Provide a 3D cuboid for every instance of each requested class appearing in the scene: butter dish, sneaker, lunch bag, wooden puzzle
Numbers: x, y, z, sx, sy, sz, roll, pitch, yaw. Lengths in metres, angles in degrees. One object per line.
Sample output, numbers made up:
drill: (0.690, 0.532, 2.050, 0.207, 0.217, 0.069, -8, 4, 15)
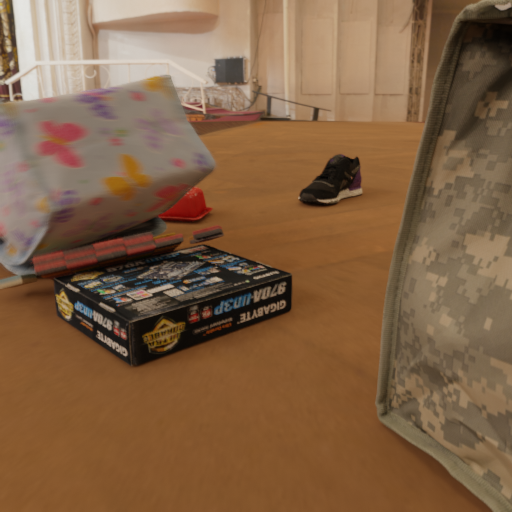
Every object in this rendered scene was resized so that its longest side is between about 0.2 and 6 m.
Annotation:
butter dish: (-1.544, -1.187, 11.462, 1.133, 0.840, 1.136, 4, 17, 12)
sneaker: (1.750, -1.871, 13.350, 0.918, 1.062, 2.425, 11, 20, 32)
lunch bag: (2.439, -0.129, 3.853, 2.594, 3.163, 1.860, -7, 17, -24)
wooden puzzle: (-1.835, -0.016, 7.184, 2.865, 0.201, 1.699, -14, -1, -15)
lunch bag: (-2.493, -0.968, 8.217, 2.610, 1.956, 3.078, -25, -3, -39)

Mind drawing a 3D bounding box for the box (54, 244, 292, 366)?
box: (-0.944, 0.446, 6.549, 2.214, 0.509, 1.760, -15, 22, -40)
